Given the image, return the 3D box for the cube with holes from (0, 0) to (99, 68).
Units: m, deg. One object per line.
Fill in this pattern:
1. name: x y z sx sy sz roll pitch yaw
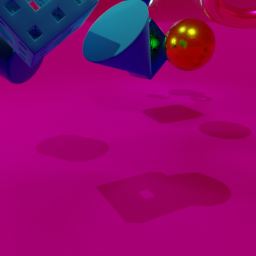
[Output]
1. cube with holes: -1.403 -1.833 4.182 1.198 1.198 1.198 -45 17 -13

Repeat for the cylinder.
1. cylinder: -2.785 -1.846 6.391 1.273 1.273 1.273 31 29 7

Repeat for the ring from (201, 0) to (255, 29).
1. ring: 2.310 -2.473 5.049 1.957 0.391 1.957 6 -15 2

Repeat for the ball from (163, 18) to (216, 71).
1. ball: 1.640 -2.217 7.514 1.367 1.367 1.367 0 23 0

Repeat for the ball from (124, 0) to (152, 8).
1. ball: 0.386 -5.130 10.806 1.177 1.177 1.177 0 23 0

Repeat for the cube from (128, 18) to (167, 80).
1. cube: 0.408 -2.510 8.965 1.320 1.320 1.320 -51 31 -6

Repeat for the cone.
1. cone: 0.099 -1.280 4.941 1.279 1.279 1.284 24 -12 44
